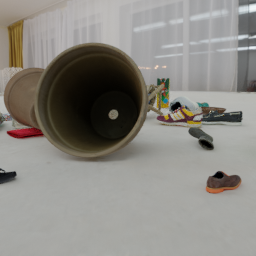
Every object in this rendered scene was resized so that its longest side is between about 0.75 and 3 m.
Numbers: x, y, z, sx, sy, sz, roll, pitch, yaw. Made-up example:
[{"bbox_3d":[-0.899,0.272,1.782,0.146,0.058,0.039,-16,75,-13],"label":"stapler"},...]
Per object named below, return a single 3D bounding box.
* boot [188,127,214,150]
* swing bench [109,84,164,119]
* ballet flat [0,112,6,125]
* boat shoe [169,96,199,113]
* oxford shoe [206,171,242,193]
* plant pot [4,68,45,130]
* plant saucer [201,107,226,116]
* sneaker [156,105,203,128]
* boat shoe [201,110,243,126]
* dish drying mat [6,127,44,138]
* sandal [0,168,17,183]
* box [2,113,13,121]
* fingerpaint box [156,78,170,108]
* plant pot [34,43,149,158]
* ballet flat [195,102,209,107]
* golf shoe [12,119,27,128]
[{"bbox_3d":[2.046,0.299,7.908,0.851,0.340,0.936,24,21,15],"label":"boot"},{"bbox_3d":[0.111,-1.318,13.762,2.590,1.689,2.604,5,11,27],"label":"swing bench"},{"bbox_3d":[-5.384,-0.492,11.021,1.020,1.020,2.835,-4,10,-21],"label":"ballet flat"},{"bbox_3d":[2.676,-1.119,14.547,1.029,1.008,2.890,3,12,-11],"label":"boat shoe"},{"bbox_3d":[1.683,0.889,4.829,0.831,0.301,0.296,-7,12,-36],"label":"oxford shoe"},{"bbox_3d":[-2.948,-0.813,9.494,2.162,2.162,1.885,-5,25,-29],"label":"plant pot"},{"bbox_3d":[4.278,-0.909,15.196,2.015,0.369,2.015,1,9,0],"label":"plant saucer"},{"bbox_3d":[2.099,-0.539,11.482,1.927,0.868,0.722,7,11,27],"label":"sneaker"},{"bbox_3d":[3.766,-0.472,11.869,2.048,0.618,0.774,2,8,9],"label":"boat shoe"},{"bbox_3d":[-2.878,0.072,9.944,2.478,0.225,0.951,-11,13,-44],"label":"dish drying mat"},{"bbox_3d":[-2.673,0.859,5.159,1.165,0.250,0.443,-1,10,-4],"label":"sandal"},{"bbox_3d":[-5.588,-0.575,13.568,0.893,0.260,1.305,5,11,29],"label":"box"},{"bbox_3d":[2.466,-2.477,19.625,0.876,1.991,2.387,2,10,9],"label":"fingerpaint box"},{"bbox_3d":[-0.698,-0.541,7.567,2.742,2.742,2.379,2,-6,12],"label":"plant pot"},{"bbox_3d":[4.373,-1.246,17.177,1.765,0.595,0.550,-5,-18,-47],"label":"ballet flat"},{"bbox_3d":[-3.880,-0.284,11.126,0.709,0.571,1.457,12,15,27],"label":"golf shoe"}]
